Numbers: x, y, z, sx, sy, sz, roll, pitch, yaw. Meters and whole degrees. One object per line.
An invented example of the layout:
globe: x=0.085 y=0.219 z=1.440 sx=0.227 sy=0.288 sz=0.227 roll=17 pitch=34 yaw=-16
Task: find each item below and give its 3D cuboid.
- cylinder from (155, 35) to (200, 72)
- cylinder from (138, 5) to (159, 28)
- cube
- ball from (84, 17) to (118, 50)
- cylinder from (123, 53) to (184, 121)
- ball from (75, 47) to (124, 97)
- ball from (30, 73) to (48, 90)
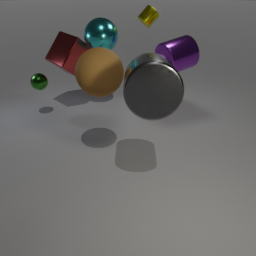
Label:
cylinder: x=2.097 y=-3.128 z=12.068 sx=1.400 sy=1.400 sz=1.400 roll=-23 pitch=35 yaw=-19
cylinder: x=0.907 y=-4.952 z=12.433 sx=0.700 sy=0.700 sz=0.700 roll=41 pitch=9 yaw=-8
cube: x=-2.462 y=-3.159 z=12.301 sx=1.400 sy=1.400 sz=1.400 roll=30 pitch=2 yaw=36
ball: x=-1.106 y=-3.798 z=11.522 sx=1.400 sy=1.400 sz=1.400 roll=0 pitch=28 yaw=0
cylinder: x=0.592 y=-1.073 z=6.999 sx=1.400 sy=1.400 sz=1.400 roll=0 pitch=23 yaw=0
ball: x=-0.817 y=-1.598 z=8.069 sx=1.400 sy=1.400 sz=1.400 roll=0 pitch=28 yaw=0
ball: x=-3.678 y=-1.920 z=11.609 sx=0.700 sy=0.700 sz=0.700 roll=0 pitch=28 yaw=0
